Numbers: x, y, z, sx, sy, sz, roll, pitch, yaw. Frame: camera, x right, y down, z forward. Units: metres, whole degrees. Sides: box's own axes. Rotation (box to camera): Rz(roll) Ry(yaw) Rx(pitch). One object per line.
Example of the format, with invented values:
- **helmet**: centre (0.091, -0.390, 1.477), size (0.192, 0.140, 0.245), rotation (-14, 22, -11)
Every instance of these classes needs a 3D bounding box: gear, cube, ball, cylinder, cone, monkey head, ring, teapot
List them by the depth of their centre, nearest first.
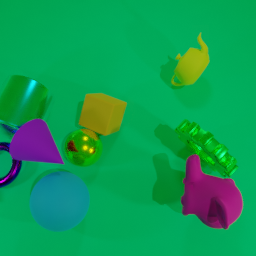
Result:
- **monkey head**: centre (1.655, 1.225, 5.517), size (1.137, 1.888, 1.358), rotation (2, 99, 24)
- **cone**: centre (-1.711, 0.489, 5.858), size (1.022, 1.019, 1.019), rotation (30, 69, 20)
- **ball**: centre (-1.448, 1.558, 5.996), size (1.246, 1.246, 1.246), rotation (0, 66, 0)
- **gear**: centre (1.728, 0.457, 6.292), size (0.289, 1.563, 1.563), rotation (-45, 73, -5)
- **ball**: centre (-1.057, 0.472, 6.674), size (0.917, 0.917, 0.917), rotation (0, 66, 0)
- **ring**: centre (-3.092, 0.882, 6.757), size (1.135, 0.227, 1.135), rotation (-3, 72, 10)
- **cylinder**: centre (-2.615, -0.433, 6.867), size (1.270, 1.270, 1.270), rotation (14, 67, 6)
- **cube**: centre (-0.611, -0.359, 6.886), size (0.782, 0.782, 0.782), rotation (22, 106, 18)
- **teapot**: centre (1.614, -1.684, 7.262), size (0.778, 1.589, 0.988), rotation (35, 42, 2)
